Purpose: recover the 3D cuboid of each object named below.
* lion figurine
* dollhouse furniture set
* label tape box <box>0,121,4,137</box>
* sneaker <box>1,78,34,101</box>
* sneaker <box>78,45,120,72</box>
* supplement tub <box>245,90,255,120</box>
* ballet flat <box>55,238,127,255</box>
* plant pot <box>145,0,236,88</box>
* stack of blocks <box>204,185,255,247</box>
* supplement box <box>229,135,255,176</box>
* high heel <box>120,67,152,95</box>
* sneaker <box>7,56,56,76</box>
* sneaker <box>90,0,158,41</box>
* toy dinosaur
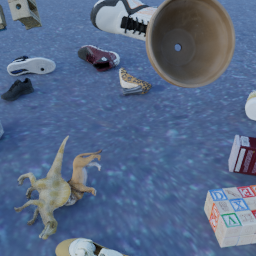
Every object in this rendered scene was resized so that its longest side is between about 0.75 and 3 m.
[{"bbox_3d":[-1.186,1.181,6.926,0.919,0.544,1.500,10,76,5],"label":"lion figurine"},{"bbox_3d":[-3.176,-3.133,7.450,1.320,0.925,0.930,-13,4,2],"label":"dollhouse furniture set"},{"bbox_3d":[-4.752,0.394,8.610,1.175,0.542,1.640,0,36,2],"label":"label tape box"},{"bbox_3d":[-4.573,-1.611,11.461,0.564,0.674,1.485,21,40,25],"label":"sneaker"},{"bbox_3d":[-1.699,-3.463,14.049,2.371,0.897,1.370,13,39,17],"label":"sneaker"},{"bbox_3d":[4.737,-0.844,10.185,0.817,0.817,1.131,16,38,23],"label":"supplement tub"},{"bbox_3d":[-0.602,2.471,5.466,1.840,0.580,0.631,12,35,17],"label":"ballet flat"},{"bbox_3d":[1.374,-2.014,6.716,2.124,2.124,0.980,-7,7,-10],"label":"plant pot"},{"bbox_3d":[3.063,1.960,6.116,2.359,0.691,1.358,-4,34,-6],"label":"stack of blocks"},{"bbox_3d":[3.741,0.824,7.569,1.775,0.966,0.540,9,35,12],"label":"supplement box"},{"bbox_3d":[0.303,-2.104,12.140,1.268,0.635,1.778,-9,51,-3],"label":"high heel"},{"bbox_3d":[-4.657,-3.196,13.679,2.221,0.811,1.242,-6,35,-7],"label":"sneaker"},{"bbox_3d":[0.368,-2.836,7.466,2.724,1.004,1.090,0,42,-15],"label":"sneaker"},{"bbox_3d":[-1.938,1.424,6.703,1.226,0.706,2.425,-3,60,9],"label":"toy dinosaur"}]
